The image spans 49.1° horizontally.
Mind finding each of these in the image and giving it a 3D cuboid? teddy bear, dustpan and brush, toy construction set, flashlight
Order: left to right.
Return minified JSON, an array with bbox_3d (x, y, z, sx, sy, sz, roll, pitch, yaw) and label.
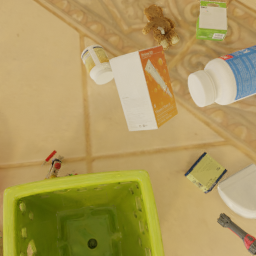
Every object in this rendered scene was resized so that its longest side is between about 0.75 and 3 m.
[{"bbox_3d":[-2.105,1.450,8.065,1.061,1.152,1.381,-46,56,-2],"label":"toy construction set"},{"bbox_3d":[1.155,-3.573,10.061,1.238,0.570,1.708,-43,83,-6],"label":"teddy bear"},{"bbox_3d":[2.276,2.168,5.767,0.934,0.317,0.316,36,100,41],"label":"flashlight"},{"bbox_3d":[3.620,2.246,7.985,1.448,0.594,2.074,-25,66,-14],"label":"dustpan and brush"}]

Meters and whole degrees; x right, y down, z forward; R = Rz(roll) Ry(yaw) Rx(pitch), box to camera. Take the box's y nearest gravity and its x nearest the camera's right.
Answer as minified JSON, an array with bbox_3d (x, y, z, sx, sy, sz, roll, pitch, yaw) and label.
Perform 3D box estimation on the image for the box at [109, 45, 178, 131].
[{"bbox_3d":[0.390,-0.883,6.234,1.021,0.800,1.641,-32,111,-48],"label":"box"}]

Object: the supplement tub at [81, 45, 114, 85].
[{"bbox_3d":[-0.986,-2.099,9.323,0.816,0.816,1.130,-24,72,-8],"label":"supplement tub"}]

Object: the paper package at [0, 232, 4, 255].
[{"bbox_3d":[-3.744,3.551,6.511,1.213,2.345,2.235,17,70,6],"label":"paper package"}]

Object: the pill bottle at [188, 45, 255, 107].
[{"bbox_3d":[3.331,-1.597,8.789,2.653,1.489,1.489,-20,72,-8],"label":"pill bottle"}]

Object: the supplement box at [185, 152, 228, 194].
[{"bbox_3d":[2.275,1.322,8.239,0.833,0.560,0.834,41,75,13],"label":"supplement box"}]

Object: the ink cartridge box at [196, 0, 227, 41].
[{"bbox_3d":[3.021,-3.891,10.129,0.996,0.510,1.348,6,69,3],"label":"ink cartridge box"}]

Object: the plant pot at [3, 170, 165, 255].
[{"bbox_3d":[-0.918,2.697,6.453,2.964,2.703,2.979,-6,75,-8],"label":"plant pot"}]
